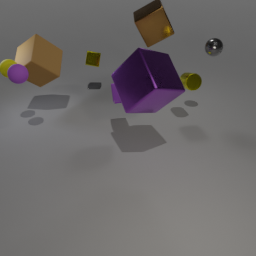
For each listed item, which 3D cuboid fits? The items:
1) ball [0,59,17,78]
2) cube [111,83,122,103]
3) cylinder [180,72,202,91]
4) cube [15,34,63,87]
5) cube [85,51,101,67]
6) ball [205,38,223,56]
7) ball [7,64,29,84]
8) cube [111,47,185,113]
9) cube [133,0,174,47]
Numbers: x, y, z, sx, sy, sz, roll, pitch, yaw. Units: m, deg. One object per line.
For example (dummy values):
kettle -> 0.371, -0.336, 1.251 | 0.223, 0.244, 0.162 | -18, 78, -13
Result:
ball -> -4.499, -2.249, 10.620 | 0.700, 0.700, 0.700 | 0, 30, 0
cube -> -0.236, -1.335, 10.436 | 0.700, 0.700, 0.700 | -8, 12, -5
cylinder -> 2.547, -1.906, 11.453 | 0.700, 0.700, 0.700 | -7, 16, -11
cube -> -3.819, -2.822, 11.941 | 1.400, 1.400, 1.400 | -18, 61, 35
cube -> -1.792, -3.550, 14.369 | 0.700, 0.700, 0.700 | 8, 14, -9
ball -> 3.387, -3.183, 11.039 | 0.700, 0.700, 0.700 | 0, 30, 0
ball -> -3.907, -1.923, 9.952 | 0.700, 0.700, 0.700 | 0, 30, 0
cube -> 0.598, -1.380, 8.549 | 1.400, 1.400, 1.400 | -4, 66, -44
cube -> 1.186, -4.924, 13.117 | 1.400, 1.400, 1.400 | -24, 36, 17
